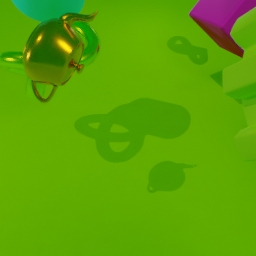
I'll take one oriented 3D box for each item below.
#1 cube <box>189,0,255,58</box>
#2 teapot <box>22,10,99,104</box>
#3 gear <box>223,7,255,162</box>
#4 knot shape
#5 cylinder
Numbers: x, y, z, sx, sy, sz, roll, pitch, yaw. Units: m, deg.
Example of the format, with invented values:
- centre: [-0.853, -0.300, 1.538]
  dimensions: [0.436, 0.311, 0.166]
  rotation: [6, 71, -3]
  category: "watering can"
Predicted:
- centre: [2.546, -2.587, 6.314]
  dimensions: [1.394, 1.394, 1.394]
  rotation: [-51, 34, 15]
  category: "cube"
- centre: [-0.790, -0.872, 3.282]
  dimensions: [0.626, 1.279, 0.795]
  rotation: [29, 14, -3]
  category: "teapot"
- centre: [1.324, -0.194, 1.852]
  dimensions: [1.559, 0.288, 1.559]
  rotation: [5, 78, -25]
  category: "gear"
- centre: [-1.441, -1.218, 4.987]
  dimensions: [1.909, 0.882, 1.787]
  rotation: [-24, 31, 10]
  category: "knot shape"
- centre: [-1.163, -2.411, 4.101]
  dimensions: [1.205, 1.205, 1.205]
  rotation: [5, 70, -15]
  category: "cylinder"
